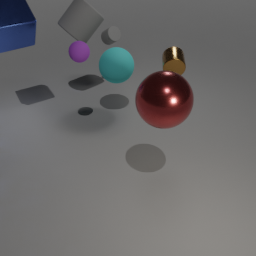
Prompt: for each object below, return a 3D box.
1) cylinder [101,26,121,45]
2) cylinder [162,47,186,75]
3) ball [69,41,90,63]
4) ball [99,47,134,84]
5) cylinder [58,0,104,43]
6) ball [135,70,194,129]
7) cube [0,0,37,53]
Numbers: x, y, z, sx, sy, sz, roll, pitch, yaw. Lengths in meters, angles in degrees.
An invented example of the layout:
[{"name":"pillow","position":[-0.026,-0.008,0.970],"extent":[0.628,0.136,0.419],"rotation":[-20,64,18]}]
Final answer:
[{"name":"cylinder","position":[-0.795,-4.299,13.044],"extent":[0.700,0.700,0.700],"rotation":[-24,13,-32]},{"name":"cylinder","position":[1.432,-2.067,8.783],"extent":[0.700,0.700,0.700],"rotation":[2,47,3]},{"name":"ball","position":[-1.618,-2.529,9.298],"extent":[0.700,0.700,0.700],"rotation":[0,33,0]},{"name":"ball","position":[-0.454,-2.468,11.080],"extent":[1.400,1.400,1.400],"rotation":[0,33,0]},{"name":"cylinder","position":[-1.943,-4.440,11.606],"extent":[1.400,1.400,1.400],"rotation":[39,10,-8]},{"name":"ball","position":[0.873,-0.678,6.771],"extent":[1.400,1.400,1.400],"rotation":[0,33,0]},{"name":"cube","position":[-4.267,-3.807,10.092],"extent":[1.400,1.400,1.400],"rotation":[-24,79,-27]}]
